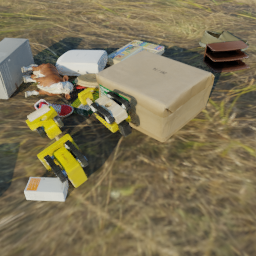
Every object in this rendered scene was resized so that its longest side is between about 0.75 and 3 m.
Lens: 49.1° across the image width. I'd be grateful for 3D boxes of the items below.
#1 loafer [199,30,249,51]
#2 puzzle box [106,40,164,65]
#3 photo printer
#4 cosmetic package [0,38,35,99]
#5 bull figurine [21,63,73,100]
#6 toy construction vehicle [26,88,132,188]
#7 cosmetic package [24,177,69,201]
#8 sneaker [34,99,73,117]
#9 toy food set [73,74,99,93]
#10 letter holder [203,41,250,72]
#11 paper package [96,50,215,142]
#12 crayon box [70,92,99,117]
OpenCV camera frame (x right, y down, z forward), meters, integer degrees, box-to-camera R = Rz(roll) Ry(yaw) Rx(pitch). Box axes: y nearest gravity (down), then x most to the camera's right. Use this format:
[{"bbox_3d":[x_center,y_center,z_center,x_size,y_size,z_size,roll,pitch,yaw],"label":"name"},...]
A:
[{"bbox_3d":[4.251,-3.851,12.323,2.125,0.740,0.799,11,39,14],"label":"loafer"},{"bbox_3d":[0.323,-3.044,11.653,1.536,0.294,2.309,22,43,24],"label":"puzzle box"},{"bbox_3d":[-1.781,-2.488,10.620,1.751,0.608,1.457,4,36,11],"label":"photo printer"},{"bbox_3d":[-4.210,-2.132,9.721,1.062,1.258,2.355,5,40,9],"label":"cosmetic package"},{"bbox_3d":[-2.709,-1.551,9.264,1.414,0.759,2.330,-6,29,-23],"label":"bull figurine"},{"bbox_3d":[-1.198,0.092,7.135,2.427,0.982,2.788,-38,44,-18],"label":"toy construction vehicle"},{"bbox_3d":[-1.749,1.319,6.057,0.831,0.296,0.422,2,38,1],"label":"cosmetic package"},{"bbox_3d":[-2.190,-0.581,8.184,1.075,0.605,0.383,1,77,9],"label":"sneaker"},{"bbox_3d":[-1.156,-1.535,9.470,1.387,0.337,1.373,11,25,14],"label":"toy food set"},{"bbox_3d":[3.931,-2.786,10.948,1.543,0.776,1.097,-9,40,-11],"label":"letter holder"},{"bbox_3d":[0.740,-1.060,8.274,2.554,1.321,2.435,29,46,31],"label":"paper package"},{"bbox_3d":[-1.277,-0.784,8.780,0.647,0.259,1.019,14,41,18],"label":"crayon box"}]
